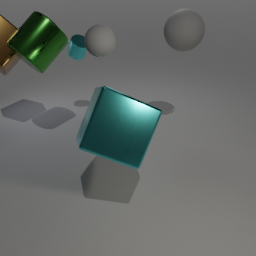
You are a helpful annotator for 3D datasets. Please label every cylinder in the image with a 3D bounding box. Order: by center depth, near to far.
[{"bbox_3d":[-2.898,-2.737,9.050,1.400,1.400,1.400,30,80,41],"label":"cylinder"},{"bbox_3d":[-1.935,-3.123,10.863,0.700,0.700,0.700,12,56,-18],"label":"cylinder"}]

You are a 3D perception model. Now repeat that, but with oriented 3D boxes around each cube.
[{"bbox_3d":[-0.277,-0.053,6.482,1.400,1.400,1.400,21,2,-14],"label":"cube"},{"bbox_3d":[-4.541,-2.956,9.965,1.400,1.400,1.400,-55,16,-13],"label":"cube"}]

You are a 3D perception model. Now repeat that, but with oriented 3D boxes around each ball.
[{"bbox_3d":[-0.631,-1.953,6.296,0.700,0.700,0.700,0,30,0],"label":"ball"},{"bbox_3d":[1.943,-3.379,9.706,1.400,1.400,1.400,0,30,0],"label":"ball"}]
